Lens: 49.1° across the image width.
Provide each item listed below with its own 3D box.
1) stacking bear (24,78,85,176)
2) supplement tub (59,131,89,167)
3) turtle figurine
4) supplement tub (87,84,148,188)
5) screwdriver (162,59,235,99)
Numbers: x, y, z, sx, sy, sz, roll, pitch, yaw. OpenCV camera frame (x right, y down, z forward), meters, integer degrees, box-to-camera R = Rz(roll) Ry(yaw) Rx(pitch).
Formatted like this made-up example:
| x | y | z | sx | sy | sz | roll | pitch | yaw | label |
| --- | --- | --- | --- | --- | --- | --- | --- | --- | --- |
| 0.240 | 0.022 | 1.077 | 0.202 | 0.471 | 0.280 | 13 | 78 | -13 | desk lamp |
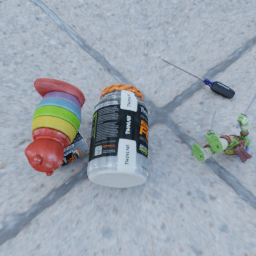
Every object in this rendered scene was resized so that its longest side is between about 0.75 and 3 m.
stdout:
| x | y | z | sx | sy | sz | roll | pitch | yaw | label |
| --- | --- | --- | --- | --- | --- | --- | --- | --- | --- |
| -2.021 | 0.042 | 7.496 | 1.365 | 1.458 | 2.400 | 3 | 58 | 8 | stacking bear |
| -1.813 | 0.661 | 8.195 | 1.203 | 0.737 | 0.737 | -30 | 65 | -14 | supplement tub |
| 2.643 | 0.092 | 7.936 | 1.921 | 1.981 | 1.425 | -16 | 16 | -39 | turtle figurine |
| -0.222 | 0.199 | 7.546 | 1.555 | 1.555 | 2.539 | 2 | 64 | 1 | supplement tub |
| 2.354 | -1.726 | 9.315 | 2.730 | 0.381 | 0.397 | 30 | 83 | -4 | screwdriver |
